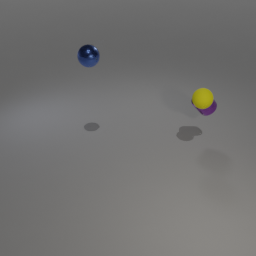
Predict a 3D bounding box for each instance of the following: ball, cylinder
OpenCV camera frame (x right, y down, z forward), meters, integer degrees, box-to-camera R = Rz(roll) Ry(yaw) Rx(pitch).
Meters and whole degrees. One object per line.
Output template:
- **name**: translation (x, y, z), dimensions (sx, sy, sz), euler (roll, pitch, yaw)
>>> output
- **ball**: translation (2.512, -0.992, 9.434), dimensions (0.700, 0.700, 0.700), euler (0, 30, 0)
- **ball**: translation (-1.236, -2.255, 8.779), dimensions (0.700, 0.700, 0.700), euler (0, 30, 0)
- **cylinder**: translation (2.785, -0.910, 10.238), dimensions (0.700, 0.700, 0.700), euler (-24, 49, 30)
